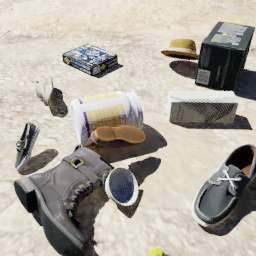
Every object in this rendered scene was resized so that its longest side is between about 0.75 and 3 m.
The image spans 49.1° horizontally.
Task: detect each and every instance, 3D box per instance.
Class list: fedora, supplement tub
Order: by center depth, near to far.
[{"bbox_3d":[-0.686,-0.361,9.114,2.081,1.513,1.513,-13,41,-15],"label":"supplement tub"},{"bbox_3d":[2.565,-3.703,13.067,2.053,0.837,2.053,7,8,-1],"label":"fedora"}]

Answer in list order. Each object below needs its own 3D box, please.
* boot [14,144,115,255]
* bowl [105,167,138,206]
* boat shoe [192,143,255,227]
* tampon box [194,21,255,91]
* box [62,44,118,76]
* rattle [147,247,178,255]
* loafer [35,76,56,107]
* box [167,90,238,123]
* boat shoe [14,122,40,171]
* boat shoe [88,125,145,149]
[{"bbox_3d":[-1.194,1.614,7.178,2.504,0.996,2.876,-24,54,-40],"label":"boot"},{"bbox_3d":[-0.256,1.589,7.415,1.022,0.480,1.022,23,53,-35],"label":"bowl"},{"bbox_3d":[2.611,1.414,7.419,1.017,0.957,2.831,31,50,31],"label":"boat shoe"},{"bbox_3d":[4.210,-3.139,12.141,1.689,2.005,2.675,18,43,21],"label":"tampon box"},{"bbox_3d":[-1.856,-3.377,13.632,2.187,0.503,1.738,28,47,30],"label":"box"},{"bbox_3d":[0.819,3.243,5.704,1.583,1.131,1.031,35,17,-16],"label":"rattle"},{"bbox_3d":[-3.266,-1.392,11.041,0.718,0.796,2.102,-11,31,-11],"label":"loafer"},{"bbox_3d":[2.625,-0.773,10.093,2.344,0.963,0.801,0,39,2],"label":"box"},{"bbox_3d":[-3.148,0.541,8.416,0.528,0.475,1.492,-8,59,41],"label":"boat shoe"},{"bbox_3d":[-0.316,0.294,8.095,1.732,0.609,0.610,5,52,-34],"label":"boat shoe"}]
